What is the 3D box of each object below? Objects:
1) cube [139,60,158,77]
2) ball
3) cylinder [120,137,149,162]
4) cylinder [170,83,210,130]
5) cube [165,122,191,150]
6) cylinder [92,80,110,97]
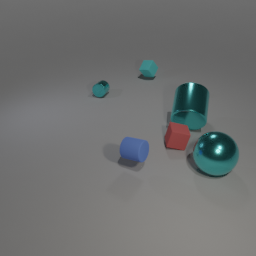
[{"bbox_3d":[1.200,-3.439,16.220,0.700,0.700,0.700,13,71,41],"label":"cube"},{"bbox_3d":[2.772,0.802,8.867,1.400,1.400,1.400,0,30,0],"label":"ball"},{"bbox_3d":[0.206,0.672,8.811,0.700,0.700,0.700,10,31,30],"label":"cylinder"},{"bbox_3d":[2.496,-0.851,11.223,1.400,1.400,1.400,8,59,13],"label":"cylinder"},{"bbox_3d":[1.803,0.297,10.270,0.700,0.700,0.700,12,30,-6],"label":"cube"},{"bbox_3d":[-1.373,-2.006,14.273,0.700,0.700,0.700,9,27,14],"label":"cylinder"}]
